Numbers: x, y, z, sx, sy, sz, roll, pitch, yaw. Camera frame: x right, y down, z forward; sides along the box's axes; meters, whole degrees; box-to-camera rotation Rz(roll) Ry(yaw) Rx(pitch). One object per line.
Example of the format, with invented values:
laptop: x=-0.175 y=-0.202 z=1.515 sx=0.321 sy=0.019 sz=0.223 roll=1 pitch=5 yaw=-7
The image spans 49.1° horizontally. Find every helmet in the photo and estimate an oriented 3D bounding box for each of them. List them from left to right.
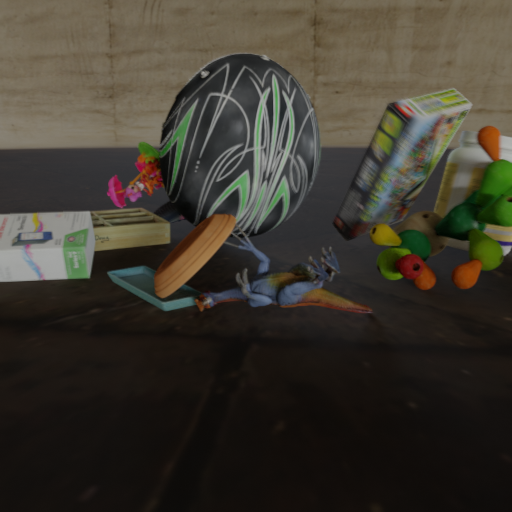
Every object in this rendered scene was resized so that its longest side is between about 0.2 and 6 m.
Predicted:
helmet: x=-0.279 y=-1.825 z=9.764 sx=2.998 sy=2.998 sz=2.858 roll=-7 pitch=-3 yaw=-25

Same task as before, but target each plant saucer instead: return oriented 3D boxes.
plant saucer: x=-1.337 y=0.404 z=7.260 sx=0.583 sy=0.158 sz=1.668 roll=-10 pitch=16 yaw=-35
plant saucer: x=-0.803 y=-0.054 z=6.918 sx=1.361 sy=0.255 sz=1.361 roll=-42 pitch=14 yaw=13

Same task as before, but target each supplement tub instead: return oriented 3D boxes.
supplement tub: x=3.700 y=-1.028 z=9.178 sx=1.335 sy=1.836 sz=1.335 roll=11 pitch=13 yaw=-3

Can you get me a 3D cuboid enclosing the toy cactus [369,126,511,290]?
toy cactus: x=2.637 y=-0.495 z=7.979 sx=3.099 sy=1.584 sz=2.557 roll=-39 pitch=5 yaw=-20

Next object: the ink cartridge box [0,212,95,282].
ink cartridge box: x=-3.049 y=-0.139 z=7.998 sx=1.334 sy=0.584 sz=0.969 roll=-4 pitch=36 yaw=-8

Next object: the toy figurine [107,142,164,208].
toy figurine: x=-2.387 y=-1.483 z=11.491 sx=1.408 sy=1.057 sz=1.296 roll=29 pitch=66 yaw=38

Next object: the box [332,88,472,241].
box: x=2.300 y=-1.419 z=9.178 sx=1.439 sy=2.614 sz=0.454 roll=-20 pitch=59 yaw=-28

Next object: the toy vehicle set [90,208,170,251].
toy vehicle set: x=-3.275 y=-0.447 z=10.198 sx=3.001 sy=0.398 sz=1.865 roll=-7 pitch=15 yaw=-27

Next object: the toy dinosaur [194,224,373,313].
toy dinosaur: x=0.148 y=0.471 z=6.419 sx=1.589 sy=1.751 sz=0.919 roll=-31 pitch=12 yaw=32

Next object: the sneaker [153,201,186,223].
sneaker: x=-1.319 y=-0.927 z=11.680 sx=1.815 sy=0.745 sz=0.637 roll=-24 pitch=32 yaw=8
